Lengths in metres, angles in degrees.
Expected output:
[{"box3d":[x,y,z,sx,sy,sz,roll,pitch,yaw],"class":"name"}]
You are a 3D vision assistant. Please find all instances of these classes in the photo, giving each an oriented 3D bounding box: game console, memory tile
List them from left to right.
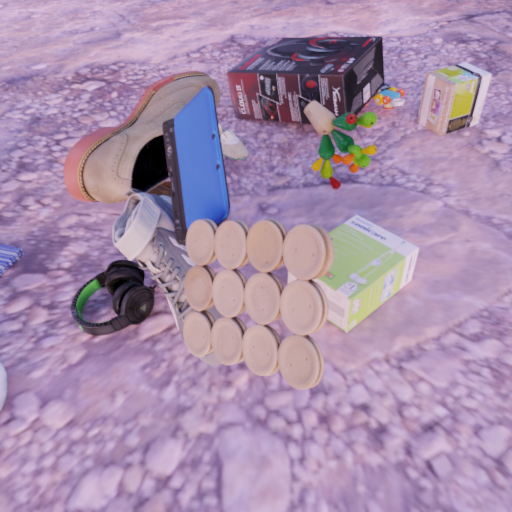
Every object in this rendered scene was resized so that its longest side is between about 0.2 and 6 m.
[{"box3d":[-0.591,-1.041,7.413,1.041,1.502,1.760,-13,75,21],"class":"game console"},{"box3d":[-0.074,0.404,5.735,0.173,1.584,2.066,-3,6,-43],"class":"memory tile"}]

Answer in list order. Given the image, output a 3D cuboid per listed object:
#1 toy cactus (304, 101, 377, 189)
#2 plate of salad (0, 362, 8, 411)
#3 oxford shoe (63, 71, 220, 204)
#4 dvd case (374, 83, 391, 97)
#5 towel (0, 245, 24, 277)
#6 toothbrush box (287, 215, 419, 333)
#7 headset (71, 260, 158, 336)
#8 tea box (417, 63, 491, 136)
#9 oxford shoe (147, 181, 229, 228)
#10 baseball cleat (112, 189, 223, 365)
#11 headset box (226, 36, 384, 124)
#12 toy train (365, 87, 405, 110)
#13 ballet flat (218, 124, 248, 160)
[{"box3d":[1.401,-2.096,10.096,0.952,1.862,1.537,-37,81,-21],"class":"toy cactus"},{"box3d":[-4.135,1.778,6.833,2.043,0.491,2.043,1,40,-1],"class":"plate of salad"},{"box3d":[-1.464,-1.983,9.525,1.404,1.323,3.755,15,48,26],"class":"oxford shoe"},{"box3d":[2.369,-4.247,14.176,1.657,0.205,1.245,-24,46,-25],"class":"dvd case"},{"box3d":[-4.615,0.344,8.807,1.195,0.197,1.651,9,40,14],"class":"towel"},{"box3d":[1.454,0.216,8.496,1.657,0.713,1.207,-33,50,-32],"class":"toothbrush box"},{"box3d":[-1.815,0.591,8.293,1.772,0.833,1.094,-28,44,-8],"class":"headset"},{"box3d":[4.394,-3.503,12.506,1.194,1.214,0.811,-20,44,-22],"class":"tea box"},{"box3d":[-1.034,-0.858,9.780,0.758,0.758,2.126,-27,46,-34],"class":"oxford shoe"},{"box3d":[-1.202,0.260,7.513,1.421,0.931,2.671,15,40,-52],"class":"baseball cleat"},{"box3d":[1.033,-4.082,12.883,3.172,1.190,2.358,13,43,30],"class":"headset box"},{"box3d":[2.632,-3.494,13.048,1.639,0.456,1.231,2,39,17],"class":"toy train"},{"box3d":[-0.737,-2.517,11.923,0.507,0.469,1.504,-31,49,-28],"class":"ballet flat"}]
